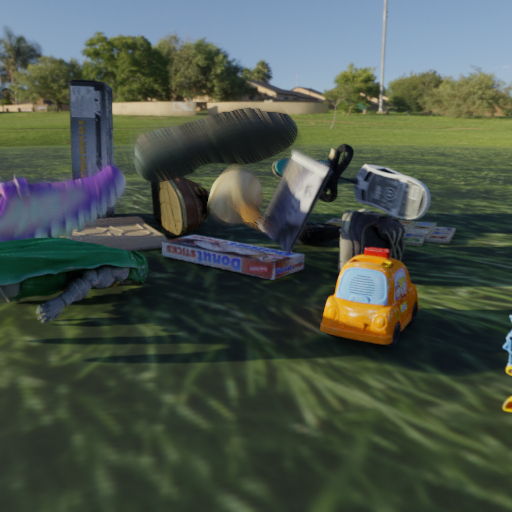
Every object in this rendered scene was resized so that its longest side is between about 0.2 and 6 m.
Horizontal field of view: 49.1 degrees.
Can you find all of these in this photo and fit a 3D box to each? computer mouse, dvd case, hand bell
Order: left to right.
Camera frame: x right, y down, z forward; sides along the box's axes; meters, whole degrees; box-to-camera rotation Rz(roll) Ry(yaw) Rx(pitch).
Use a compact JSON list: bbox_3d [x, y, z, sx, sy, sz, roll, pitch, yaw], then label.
[{"bbox_3d":[-0.164,-0.745,8.456,0.882,0.882,1.695,-3,16,-11],"label":"hand bell"},{"bbox_3d":[0.585,-0.885,8.955,0.114,1.427,1.061,19,15,-33],"label":"dvd case"},{"bbox_3d":[1.679,-0.392,10.646,2.305,0.392,0.676,1,10,-9],"label":"computer mouse"},{"bbox_3d":[1.920,-1.082,8.953,1.886,1.034,0.414,26,24,30],"label":"computer mouse"}]

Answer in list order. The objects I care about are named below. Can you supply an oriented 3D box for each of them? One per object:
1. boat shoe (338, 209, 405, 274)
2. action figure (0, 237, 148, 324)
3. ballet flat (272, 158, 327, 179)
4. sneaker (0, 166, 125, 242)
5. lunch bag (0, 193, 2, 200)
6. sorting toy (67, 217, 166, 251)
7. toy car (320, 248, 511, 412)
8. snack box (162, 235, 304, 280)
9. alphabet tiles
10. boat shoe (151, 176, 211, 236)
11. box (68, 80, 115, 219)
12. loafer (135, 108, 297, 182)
[{"bbox_3d":[1.924,-0.292,8.979,0.951,0.966,2.594,5,16,19],"label":"boat shoe"},{"bbox_3d":[-2.756,0.235,6.918,2.033,0.941,3.442,11,11,42],"label":"action figure"},{"bbox_3d":[1.544,-3.105,20.780,2.660,0.905,0.894,-3,-7,-33],"label":"ballet flat"},{"bbox_3d":[-3.198,-0.747,8.370,2.554,1.129,1.027,-35,19,-17],"label":"sneaker"},{"bbox_3d":[-4.843,-0.477,9.249,2.063,1.213,1.692,9,16,12],"label":"lunch bag"},{"bbox_3d":[-2.716,-0.351,10.627,1.634,0.322,1.765,-7,20,-25],"label":"sorting toy"},{"bbox_3d":[1.921,0.544,5.630,1.412,0.958,2.879,-13,18,-41],"label":"toy car"},{"bbox_3d":[-0.426,-0.010,9.153,2.350,0.286,0.845,11,15,35],"label":"snack box"},{"bbox_3d":[2.707,-0.549,11.742,2.699,0.085,2.246,6,16,24],"label":"alphabet tiles"},{"bbox_3d":[-1.531,-1.183,11.972,1.136,1.211,3.363,-6,13,-15],"label":"boat shoe"},{"bbox_3d":[-3.567,-2.232,12.353,0.734,3.038,2.406,0,14,-12],"label":"box"},{"bbox_3d":[-0.536,-1.518,7.007,2.044,0.734,0.643,-14,50,-6],"label":"loafer"}]
